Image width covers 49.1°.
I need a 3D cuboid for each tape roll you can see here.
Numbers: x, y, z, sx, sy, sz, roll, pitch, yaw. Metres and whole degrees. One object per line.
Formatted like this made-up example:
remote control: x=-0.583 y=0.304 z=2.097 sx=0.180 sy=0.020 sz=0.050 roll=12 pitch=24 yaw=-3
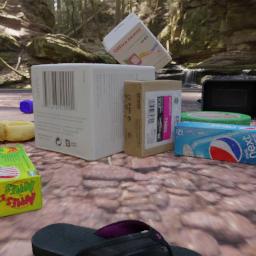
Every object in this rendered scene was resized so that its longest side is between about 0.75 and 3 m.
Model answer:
tape roll: x=2.434 y=-0.139 z=8.055 sx=2.003 sy=0.481 sz=2.003 roll=0 pitch=9 yaw=0

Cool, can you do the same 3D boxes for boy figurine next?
boy figurine: x=-2.774 y=-0.037 z=6.944 sx=1.336 sy=0.692 sz=2.148 roll=11 pitch=12 yaw=36

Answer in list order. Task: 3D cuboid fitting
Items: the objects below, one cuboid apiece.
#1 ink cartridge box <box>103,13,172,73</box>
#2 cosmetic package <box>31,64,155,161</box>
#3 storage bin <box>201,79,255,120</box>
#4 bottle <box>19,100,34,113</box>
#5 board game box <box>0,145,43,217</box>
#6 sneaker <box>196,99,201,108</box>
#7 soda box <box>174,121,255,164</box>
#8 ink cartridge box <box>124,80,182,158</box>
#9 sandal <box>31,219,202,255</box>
ink cartridge box: x=0.426 y=-3.467 z=12.477 sx=2.568 sy=1.856 sz=1.087 roll=36 pitch=23 yaw=-39
cosmetic package: x=-0.688 y=-0.489 z=6.222 sx=1.778 sy=1.779 sz=2.157 roll=8 pitch=13 yaw=37
storage bin: x=3.954 y=-1.130 z=10.788 sx=2.209 sy=1.493 sz=1.036 roll=3 pitch=11 yaw=15
bottle: x=-4.115 y=-1.051 z=12.931 sx=0.764 sy=0.597 sz=1.830 roll=4 pitch=11 yaw=23
board game box: x=-1.766 y=0.641 z=3.755 sx=0.883 sy=0.414 sz=1.738 roll=-5 pitch=11 yaw=-27
sneaker: x=4.226 y=-1.214 z=12.860 sx=2.275 sy=0.943 sz=0.806 roll=0 pitch=8 yaw=-2
soda box: x=1.880 y=0.263 z=5.355 sx=1.897 sy=0.609 sz=0.644 roll=4 pitch=11 yaw=26
ink cartridge box: x=0.521 y=-0.237 z=5.727 sx=1.216 sy=1.476 sz=0.554 roll=-10 pitch=14 yaw=-41
sandal: x=-0.135 y=0.936 z=2.234 sx=1.470 sy=0.352 sz=0.552 roll=3 pitch=10 yaw=18
